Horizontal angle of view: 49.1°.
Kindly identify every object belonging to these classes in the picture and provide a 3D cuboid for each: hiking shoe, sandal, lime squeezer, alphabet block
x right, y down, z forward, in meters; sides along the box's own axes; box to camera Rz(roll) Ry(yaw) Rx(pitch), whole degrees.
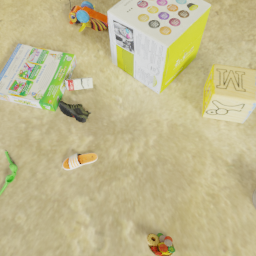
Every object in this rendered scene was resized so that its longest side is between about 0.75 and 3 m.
[{"bbox_3d":[-2.128,-0.736,11.162,1.295,0.490,0.652,32,52,-3],"label":"hiking shoe"},{"bbox_3d":[-1.766,1.121,10.209,1.311,0.376,0.502,-17,63,-9],"label":"sandal"},{"bbox_3d":[-4.296,1.645,9.956,0.650,0.347,1.839,0,62,0],"label":"lime squeezer"},{"bbox_3d":[3.897,-1.307,10.850,1.646,1.608,1.617,10,60,4],"label":"alphabet block"}]

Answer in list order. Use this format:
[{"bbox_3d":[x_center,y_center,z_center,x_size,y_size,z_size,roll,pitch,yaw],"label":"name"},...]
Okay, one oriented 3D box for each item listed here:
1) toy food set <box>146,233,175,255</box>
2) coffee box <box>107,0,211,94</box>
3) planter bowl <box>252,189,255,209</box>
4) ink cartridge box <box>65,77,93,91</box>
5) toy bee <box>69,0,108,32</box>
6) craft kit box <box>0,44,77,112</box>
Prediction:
[{"bbox_3d":[1.036,3.648,8.727,0.862,0.212,0.871,1,29,-18],"label":"toy food set"},{"bbox_3d":[1.193,-3.709,11.418,2.806,2.838,2.833,37,68,18],"label":"coffee box"},{"bbox_3d":[4.949,2.344,9.263,1.312,0.883,1.312,0,62,-1],"label":"planter bowl"},{"bbox_3d":[-2.002,-1.803,11.434,1.016,0.733,0.426,-11,104,-18],"label":"ink cartridge box"},{"bbox_3d":[-2.183,-5.407,13.396,2.582,1.404,1.690,45,59,-5],"label":"toy bee"},{"bbox_3d":[-3.903,-2.215,11.906,2.710,0.666,2.744,12,62,9],"label":"craft kit box"}]
